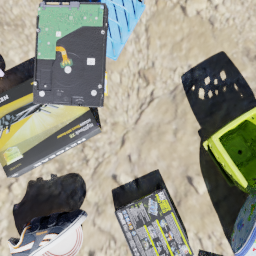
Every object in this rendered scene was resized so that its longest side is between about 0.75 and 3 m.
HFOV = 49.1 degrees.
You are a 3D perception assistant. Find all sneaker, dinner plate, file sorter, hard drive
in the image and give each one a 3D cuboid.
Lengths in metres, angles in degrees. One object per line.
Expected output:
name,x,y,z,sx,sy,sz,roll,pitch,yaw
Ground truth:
sneaker,-2.154,2.680,7.355,2.213,0.868,0.879,-35,89,-4
dinner plate,-1.907,3.027,7.795,1.333,0.162,1.333,0,79,0
file sorter,-0.534,-3.427,8.352,1.445,1.277,2.082,27,81,4
hard drive,-1.496,-1.905,7.398,1.862,0.504,2.665,3,93,5

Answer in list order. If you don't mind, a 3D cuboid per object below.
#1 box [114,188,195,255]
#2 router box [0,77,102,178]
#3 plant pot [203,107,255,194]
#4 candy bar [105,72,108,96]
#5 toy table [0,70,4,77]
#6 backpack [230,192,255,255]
box,0.693,2.856,7.687,1.546,0.427,1.930,-24,81,-5
router box,-2.520,-0.225,8.047,2.848,0.744,2.239,-29,81,-5
plant pot,3.146,0.588,7.504,1.715,1.564,1.724,-31,81,-6
candy bar,-0.702,-1.346,8.497,0.188,0.083,0.753,3,99,19
toy table,-4.184,-1.640,8.388,0.772,0.710,0.452,21,64,13
backpack,3.585,2.764,6.806,1.862,2.318,2.533,19,85,15
